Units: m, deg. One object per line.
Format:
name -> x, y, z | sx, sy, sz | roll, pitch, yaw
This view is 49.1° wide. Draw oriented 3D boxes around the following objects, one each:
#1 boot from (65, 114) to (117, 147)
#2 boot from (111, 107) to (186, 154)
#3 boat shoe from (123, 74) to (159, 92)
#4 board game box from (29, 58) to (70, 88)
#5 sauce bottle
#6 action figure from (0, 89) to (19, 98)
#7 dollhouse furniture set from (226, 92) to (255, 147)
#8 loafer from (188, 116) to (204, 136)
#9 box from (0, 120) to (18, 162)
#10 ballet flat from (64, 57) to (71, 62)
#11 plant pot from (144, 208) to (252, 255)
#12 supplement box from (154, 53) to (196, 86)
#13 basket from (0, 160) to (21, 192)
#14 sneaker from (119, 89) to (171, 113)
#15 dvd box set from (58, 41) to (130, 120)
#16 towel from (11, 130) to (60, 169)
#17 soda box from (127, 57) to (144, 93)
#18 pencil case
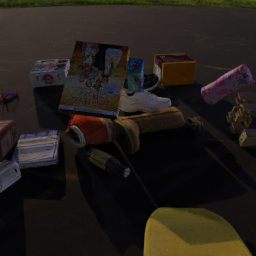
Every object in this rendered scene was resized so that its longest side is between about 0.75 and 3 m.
boot -> -1.766, -0.231, 10.172 | 1.485, 1.039, 2.769 | -20, 37, -29
boot -> 0.874, -0.061, 10.044 | 2.637, 0.872, 2.310 | -9, 31, -17
boat shoe -> 0.676, -2.321, 13.956 | 1.037, 0.865, 2.780 | 20, 34, 34
board game box -> -4.140, -3.039, 15.209 | 1.832, 0.798, 2.483 | -6, 30, -4
sauce bottle -> -0.601, 1.065, 8.487 | 1.476, 0.478, 0.478 | 25, 38, 32
action figure -> -5.703, -1.687, 13.324 | 0.850, 0.421, 0.277 | -24, 37, -31
dollhouse furniture set -> 4.382, -0.236, 9.853 | 1.092, 1.441, 1.644 | -2, 56, -1
loafer -> 2.525, -0.062, 10.443 | 0.436, 0.499, 1.388 | 1, 21, 5
box -> -4.305, 0.425, 8.642 | 1.180, 0.883, 2.357 | -4, 13, -7
ballet flat -> -3.240, -3.753, 16.670 | 1.968, 0.730, 0.730 | 13, 32, 27
plant pot -> 1.069, 2.408, 5.083 | 1.700, 1.712, 1.751 | 0, 23, 1
supplement box -> 2.467, -3.196, 15.127 | 1.763, 1.187, 1.787 | -5, 30, -9
basket -> -3.557, 1.339, 7.932 | 0.513, 0.563, 0.831 | 12, 32, 28
sneaker -> 0.706, -1.163, 11.831 | 2.256, 0.982, 0.840 | 1, 29, -1
dvd box set -> -1.135, -1.725, 9.836 | 2.028, 0.408, 2.772 | 8, 70, 5
towel -> -3.024, 0.683, 9.386 | 1.471, 0.238, 2.003 | -7, 29, -7
soda box -> 0.282, -1.925, 10.382 | 0.527, 1.553, 0.498 | 10, 69, 7
pencil case -> 3.344, -1.436, 9.474 | 1.733, 0.757, 0.757 | -31, 4, 44
